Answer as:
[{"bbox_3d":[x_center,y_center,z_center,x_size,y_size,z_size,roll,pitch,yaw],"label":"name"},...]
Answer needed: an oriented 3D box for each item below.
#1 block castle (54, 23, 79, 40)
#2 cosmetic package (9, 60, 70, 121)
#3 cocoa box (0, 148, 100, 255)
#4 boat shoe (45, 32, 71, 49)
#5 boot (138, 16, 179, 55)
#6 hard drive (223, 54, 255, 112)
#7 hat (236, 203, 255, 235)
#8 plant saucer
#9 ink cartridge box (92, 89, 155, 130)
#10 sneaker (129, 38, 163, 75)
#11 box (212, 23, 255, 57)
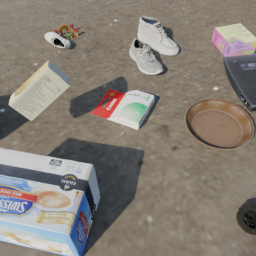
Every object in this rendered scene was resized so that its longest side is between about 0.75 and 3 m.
[{"bbox_3d":[-2.761,-4.311,12.571,0.973,0.456,0.650,-29,56,-22],"label":"block castle"},{"bbox_3d":[-2.442,-1.027,7.777,1.573,0.827,0.559,-38,35,12],"label":"cosmetic package"},{"bbox_3d":[-2.177,1.784,6.669,2.594,1.730,1.702,9,51,8],"label":"cocoa box"},{"bbox_3d":[-3.109,-3.747,12.042,1.356,0.488,0.445,32,28,15],"label":"boat shoe"},{"bbox_3d":[1.266,-3.960,11.892,2.185,1.044,0.803,35,58,25],"label":"boot"},{"bbox_3d":[4.701,-1.705,10.329,1.815,0.570,2.691,-6,51,-5],"label":"hard drive"},{"bbox_3d":[3.171,2.361,7.115,0.852,0.344,0.852,-5,49,6],"label":"hat"},{"bbox_3d":[2.906,-0.074,9.095,2.174,0.398,2.174,0,51,0],"label":"plant saucer"},{"bbox_3d":[-0.166,-0.808,9.698,1.791,0.448,1.441,21,53,14],"label":"ink cartridge box"},{"bbox_3d":[0.657,-2.836,11.106,0.746,0.818,1.996,-28,56,-21],"label":"sneaker"},{"bbox_3d":[4.510,-3.694,11.902,1.263,0.694,1.436,-14,51,-11],"label":"box"}]
